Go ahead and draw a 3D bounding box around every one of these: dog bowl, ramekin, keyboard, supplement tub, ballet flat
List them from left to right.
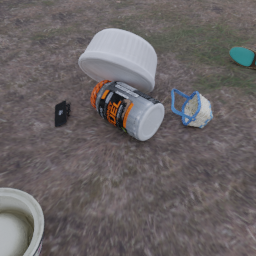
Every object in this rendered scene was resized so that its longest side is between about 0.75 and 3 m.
[{"bbox_3d":[-3.062,2.608,6.341,2.457,0.906,2.457,0,42,0],"label":"dog bowl"},{"bbox_3d":[-2.378,-0.525,10.369,0.661,0.252,1.270,-23,44,9],"label":"keyboard"},{"bbox_3d":[-0.253,-2.373,10.077,2.818,2.818,1.312,16,79,17],"label":"ramekin"},{"bbox_3d":[-0.075,-0.696,9.575,2.363,1.448,1.448,31,50,31],"label":"supplement tub"},{"bbox_3d":[5.850,-3.093,12.856,2.438,0.860,0.796,33,26,28],"label":"ballet flat"}]

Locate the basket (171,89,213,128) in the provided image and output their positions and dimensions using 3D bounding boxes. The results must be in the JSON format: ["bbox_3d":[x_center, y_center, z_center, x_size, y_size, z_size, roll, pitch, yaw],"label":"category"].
[{"bbox_3d":[2.154,-0.698,9.770,1.470,1.022,1.296,28,40,-15],"label":"basket"}]
